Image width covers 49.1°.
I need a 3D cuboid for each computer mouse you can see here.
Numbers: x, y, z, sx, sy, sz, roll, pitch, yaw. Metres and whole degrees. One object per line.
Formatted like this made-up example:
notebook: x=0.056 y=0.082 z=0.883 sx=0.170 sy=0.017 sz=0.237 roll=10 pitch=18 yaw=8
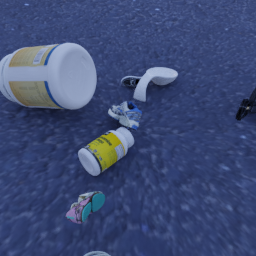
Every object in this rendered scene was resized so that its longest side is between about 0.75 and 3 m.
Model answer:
computer mouse: x=3.380 y=-0.628 z=7.477 sx=0.459 sy=0.790 sz=2.696 roll=30 pitch=29 yaw=23

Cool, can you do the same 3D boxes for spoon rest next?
spoon rest: x=0.880 y=-1.571 z=8.986 sx=1.019 sy=0.622 sz=2.052 roll=20 pitch=41 yaw=24

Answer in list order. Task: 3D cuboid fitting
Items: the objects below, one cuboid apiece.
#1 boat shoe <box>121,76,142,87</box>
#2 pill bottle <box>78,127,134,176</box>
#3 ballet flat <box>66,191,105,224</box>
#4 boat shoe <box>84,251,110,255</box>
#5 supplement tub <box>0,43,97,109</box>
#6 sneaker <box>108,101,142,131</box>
boat shoe: x=0.205 y=-1.501 z=9.166 sx=0.918 sy=0.329 sz=0.311 roll=3 pitch=24 yaw=10
pill bottle: x=-0.504 y=0.528 z=6.911 sx=1.310 sy=0.737 sz=0.737 roll=-34 pitch=54 yaw=-30
ballet flat: x=-0.846 y=1.514 z=5.508 sx=0.434 sy=0.422 sz=1.221 roll=4 pitch=7 yaw=15
boat shoe: x=-0.529 y=2.527 z=4.357 sx=2.843 sy=0.879 sz=1.065 roll=6 pitch=14 yaw=29
supplement tub: x=-2.303 y=-1.422 z=7.892 sx=2.406 sy=1.741 sz=1.741 roll=5 pitch=43 yaw=30
sneaker: x=-0.030 y=-0.430 z=7.616 sx=0.574 sy=0.634 sz=1.489 roll=23 pitch=6 yaw=-32
